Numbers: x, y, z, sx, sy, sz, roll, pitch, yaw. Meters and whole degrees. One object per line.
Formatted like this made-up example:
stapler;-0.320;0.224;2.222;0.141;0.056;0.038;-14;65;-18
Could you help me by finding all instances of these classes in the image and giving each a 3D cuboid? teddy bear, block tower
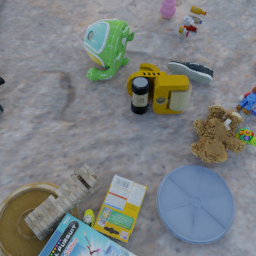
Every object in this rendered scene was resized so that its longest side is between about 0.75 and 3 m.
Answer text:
teddy bear;3.433;0.249;10.773;2.063;0.950;2.845;14;56;-2
block tower;-2.071;2.387;9.111;2.660;0.769;0.718;-43;65;-14

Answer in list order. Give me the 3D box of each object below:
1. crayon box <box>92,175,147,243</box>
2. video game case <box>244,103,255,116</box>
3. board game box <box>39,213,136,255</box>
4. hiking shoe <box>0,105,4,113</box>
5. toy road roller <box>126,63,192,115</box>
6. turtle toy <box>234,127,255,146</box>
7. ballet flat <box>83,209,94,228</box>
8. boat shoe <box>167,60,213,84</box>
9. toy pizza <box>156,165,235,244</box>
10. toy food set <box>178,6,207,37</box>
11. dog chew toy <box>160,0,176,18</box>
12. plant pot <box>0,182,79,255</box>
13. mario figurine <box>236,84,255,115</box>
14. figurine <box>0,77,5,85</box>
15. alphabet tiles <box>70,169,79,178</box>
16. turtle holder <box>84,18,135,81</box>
crayon box;-0.245;2.748;9.565;1.241;0.509;1.973;19;61;10
video game case;5.356;-0.951;11.668;0.789;0.198;0.870;-41;70;-19
board game box;-1.255;4.088;8.231;2.639;0.619;1.993;26;63;14
hiking shoe;-6.254;-1.144;11.379;2.386;0.887;1.034;33;67;16
toy road roller;1.202;-1.699;11.348;2.529;1.554;1.846;1;51;1
turtle toy;4.653;0.332;10.862;0.667;0.462;0.915;-30;67;-15
ballet flat;-1.363;3.292;9.388;0.387;0.389;1.159;5;63;3
boat shoe;2.722;-2.543;12.225;2.017;0.763;0.608;22;65;-2
toy pizza;2.322;2.595;9.726;2.697;0.427;2.697;1;63;-1
toy food set;3.059;-4.935;13.360;0.776;0.823;1.725;24;65;12
dog chew toy;1.992;-6.024;13.679;0.776;1.247;0.776;0;62;1
plant pot;-3.162;3.223;9.421;2.981;0.410;2.981;0;62;0
mario figurine;5.197;-1.169;11.508;0.916;0.787;1.484;44;88;3
figurine;-6.787;-1.835;11.471;2.657;1.172;2.723;39;70;23
alphabet tiles;-1.738;1.797;10.177;0.828;0.026;0.689;-14;60;18
turtle holder;-0.904;-3.430;12.171;1.829;2.576;1.957;16;32;7
